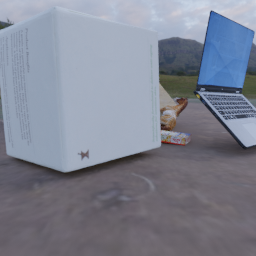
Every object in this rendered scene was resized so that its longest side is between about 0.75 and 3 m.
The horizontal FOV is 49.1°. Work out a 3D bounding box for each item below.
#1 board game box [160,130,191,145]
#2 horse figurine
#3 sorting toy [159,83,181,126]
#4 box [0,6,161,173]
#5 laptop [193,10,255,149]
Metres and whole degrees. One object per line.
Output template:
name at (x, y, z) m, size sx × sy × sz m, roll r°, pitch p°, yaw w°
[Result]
board game box at (0.976, 0.204, 6.340) m, size 0.774 × 0.179 × 0.586 m, roll 8°, pitch 10°, yaw 24°
horse figurine at (0.930, -0.288, 7.517) m, size 1.149 × 0.433 × 1.733 m, roll 3°, pitch 34°, yaw 21°
sorting toy at (0.235, -0.860, 9.192) m, size 2.189 × 0.762 × 2.176 m, roll -3°, pitch 40°, yaw -24°
box at (-0.768, -0.601, 4.763) m, size 1.825 × 2.120 × 2.131 m, roll 5°, pitch 9°, yaw 44°
laptop at (2.467, -0.936, 5.686) m, size 2.126 × 1.316 × 2.270 m, roll -5°, pitch 52°, yaw -45°
